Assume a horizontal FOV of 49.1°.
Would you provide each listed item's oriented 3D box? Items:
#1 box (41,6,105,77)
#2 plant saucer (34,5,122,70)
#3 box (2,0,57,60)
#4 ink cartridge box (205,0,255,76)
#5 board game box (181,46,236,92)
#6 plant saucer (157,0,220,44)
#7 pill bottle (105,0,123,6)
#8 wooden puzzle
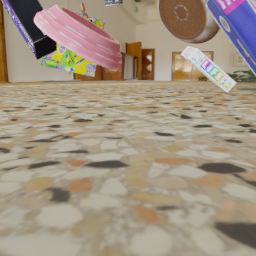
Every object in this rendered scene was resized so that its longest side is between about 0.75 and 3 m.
[{"bbox_3d":[-2.052,-3.196,10.561,1.984,2.060,1.256,11,14,-12],"label":"box"},{"bbox_3d":[-1.061,-2.237,6.718,2.269,0.575,2.269,29,19,-11],"label":"plant saucer"},{"bbox_3d":[-2.811,-3.111,7.912,0.759,1.925,1.358,-32,2,-13],"label":"box"},{"bbox_3d":[2.530,-1.938,5.472,0.521,2.361,2.405,-31,20,38],"label":"ink cartridge box"},{"bbox_3d":[2.664,-2.096,9.620,1.630,0.415,2.425,38,17,-8],"label":"board game box"},{"bbox_3d":[1.505,-3.102,7.414,0.377,2.063,2.063,-42,33,-25],"label":"plant saucer"},{"bbox_3d":[-0.426,-3.787,7.485,0.498,0.938,0.498,-6,22,2],"label":"pill bottle"},{"bbox_3d":[-1.043,-2.810,8.674,0.143,2.034,1.206,-17,42,4],"label":"wooden puzzle"}]
